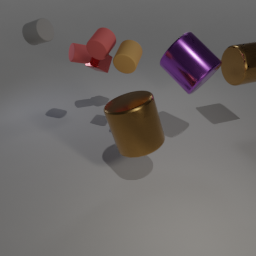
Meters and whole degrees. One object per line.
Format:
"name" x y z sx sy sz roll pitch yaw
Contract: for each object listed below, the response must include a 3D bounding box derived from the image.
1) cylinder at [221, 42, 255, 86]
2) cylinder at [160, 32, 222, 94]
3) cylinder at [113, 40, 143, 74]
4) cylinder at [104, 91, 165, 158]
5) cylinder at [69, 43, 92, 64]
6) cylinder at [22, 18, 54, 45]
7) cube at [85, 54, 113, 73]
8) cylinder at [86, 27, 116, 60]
"cylinder" 4.301 -2.304 9.963 1.400 1.400 1.400 -12 34 -15
"cylinder" 1.969 -2.031 8.866 1.400 1.400 1.400 48 48 9
"cylinder" -0.002 -2.059 8.101 0.700 0.700 0.700 10 54 15
"cylinder" 0.193 -0.128 7.792 1.400 1.400 1.400 -15 25 7
"cylinder" -1.832 -2.847 10.727 0.700 0.700 0.700 1 28 -31
"cylinder" -2.811 -3.011 8.787 0.700 0.700 0.700 -2 28 33
"cube" -1.177 -2.715 11.378 0.700 0.700 0.700 18 2 34
"cylinder" -0.801 -2.549 8.472 0.700 0.700 0.700 12 52 19
